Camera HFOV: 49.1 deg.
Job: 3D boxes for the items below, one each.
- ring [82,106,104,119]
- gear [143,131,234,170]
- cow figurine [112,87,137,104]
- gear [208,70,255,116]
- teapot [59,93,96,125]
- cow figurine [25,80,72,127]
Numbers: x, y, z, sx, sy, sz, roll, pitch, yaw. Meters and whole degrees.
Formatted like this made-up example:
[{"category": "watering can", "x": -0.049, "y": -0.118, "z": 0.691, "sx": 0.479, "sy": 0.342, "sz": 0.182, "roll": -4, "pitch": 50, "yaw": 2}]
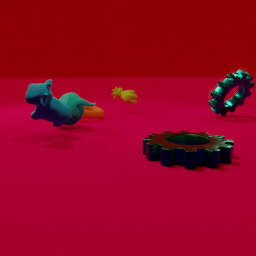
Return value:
[{"category": "ring", "x": -1.615, "y": -0.649, "z": 10.567, "sx": 1.440, "sy": 0.288, "sz": 1.440, "roll": 10, "pitch": 13, "yaw": -3}, {"category": "gear", "x": 1.250, "y": 0.407, "z": 5.932, "sx": 1.837, "sy": 0.340, "sz": 1.837, "roll": 0, "pitch": 11, "yaw": 0}, {"category": "cow figurine", "x": -0.177, "y": -1.441, "z": 12.426, "sx": 1.023, "sy": 0.570, "sz": 1.039, "roll": 3, "pitch": 26, "yaw": -14}, {"category": "gear", "x": 3.976, "y": -1.309, "z": 10.757, "sx": 1.856, "sy": 1.856, "sz": 0.343, "roll": -6, "pitch": 43, "yaw": -29}, {"category": "teapot", "x": -1.761, "y": -0.560, "z": 8.814, "sx": 1.713, "sy": 1.065, "sz": 0.839, "roll": -24, "pitch": -46, "yaw": 36}, {"category": "cow figurine", "x": -2.005, "y": -0.598, "z": 7.265, "sx": 1.401, "sy": 0.769, "sz": 1.379, "roll": 25, "pitch": -30, "yaw": -33}]
